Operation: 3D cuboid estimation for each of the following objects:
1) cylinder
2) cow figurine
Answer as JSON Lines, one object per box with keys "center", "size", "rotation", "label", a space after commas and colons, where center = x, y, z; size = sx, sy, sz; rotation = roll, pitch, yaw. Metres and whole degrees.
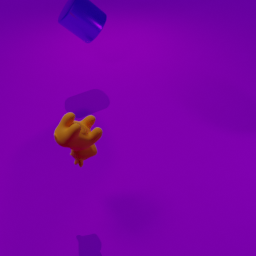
{"center": [-1.425, -3.436, 8.769], "size": [1.118, 1.118, 1.118], "rotation": [30, 30, -32], "label": "cylinder"}
{"center": [-0.922, 0.240, 4.964], "size": [1.064, 1.047, 0.584], "rotation": [9, 42, -50], "label": "cow figurine"}
